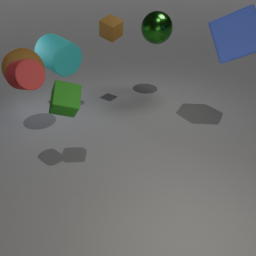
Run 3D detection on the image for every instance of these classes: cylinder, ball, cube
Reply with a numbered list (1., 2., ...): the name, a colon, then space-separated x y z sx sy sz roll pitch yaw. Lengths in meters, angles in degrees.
1. cylinder: -2.402 -1.242 6.537 0.700 0.700 0.700 -24 23 -36
2. ball: -3.618 -2.060 9.707 1.400 1.400 1.400 0 29 0
3. ball: 1.286 -4.462 12.473 1.400 1.400 1.400 0 29 0
4. cube: 3.667 -3.105 9.382 1.400 1.400 1.400 -15 11 28
5. cube: -0.669 -3.976 11.159 0.700 0.700 0.700 33 57 20
6. cylinder: -2.868 -3.013 11.557 1.400 1.400 1.400 33 42 32
7. cube: -1.675 -0.764 7.467 0.700 0.700 0.700 9 69 -20
